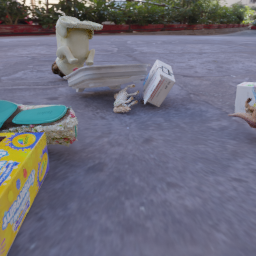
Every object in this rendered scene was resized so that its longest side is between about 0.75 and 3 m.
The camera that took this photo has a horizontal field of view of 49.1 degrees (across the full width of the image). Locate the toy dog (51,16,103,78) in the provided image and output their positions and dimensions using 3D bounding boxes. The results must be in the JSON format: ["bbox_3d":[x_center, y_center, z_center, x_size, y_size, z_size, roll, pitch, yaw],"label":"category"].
[{"bbox_3d":[-2.565,-3.414,12.276,2.535,2.615,1.824,30,30,33],"label":"toy dog"}]

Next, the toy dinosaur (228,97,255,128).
[{"bbox_3d":[3.025,-0.147,6.300,1.368,0.587,0.927,4,64,-3],"label":"toy dinosaur"}]

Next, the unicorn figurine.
[{"bbox_3d":[-0.125,-0.935,8.718,0.969,0.521,1.411,-19,21,31],"label":"unicorn figurine"}]

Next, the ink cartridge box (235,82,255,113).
[{"bbox_3d":[3.819,-0.844,8.127,1.155,0.843,0.847,11,21,35],"label":"ink cartridge box"}]

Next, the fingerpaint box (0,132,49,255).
[{"bbox_3d":[-2.364,0.822,4.048,1.881,0.827,2.255,0,22,0],"label":"fingerpaint box"}]

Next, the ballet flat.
[{"bbox_3d":[-2.212,-0.023,5.904,2.695,0.861,1.019,7,46,26],"label":"ballet flat"}]

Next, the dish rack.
[{"bbox_3d":[-0.763,-1.654,9.494,2.386,0.605,2.780,-7,4,-25],"label":"dish rack"}]

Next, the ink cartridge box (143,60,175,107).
[{"bbox_3d":[0.982,-1.396,9.035,0.592,1.012,1.745,24,30,-12],"label":"ink cartridge box"}]
